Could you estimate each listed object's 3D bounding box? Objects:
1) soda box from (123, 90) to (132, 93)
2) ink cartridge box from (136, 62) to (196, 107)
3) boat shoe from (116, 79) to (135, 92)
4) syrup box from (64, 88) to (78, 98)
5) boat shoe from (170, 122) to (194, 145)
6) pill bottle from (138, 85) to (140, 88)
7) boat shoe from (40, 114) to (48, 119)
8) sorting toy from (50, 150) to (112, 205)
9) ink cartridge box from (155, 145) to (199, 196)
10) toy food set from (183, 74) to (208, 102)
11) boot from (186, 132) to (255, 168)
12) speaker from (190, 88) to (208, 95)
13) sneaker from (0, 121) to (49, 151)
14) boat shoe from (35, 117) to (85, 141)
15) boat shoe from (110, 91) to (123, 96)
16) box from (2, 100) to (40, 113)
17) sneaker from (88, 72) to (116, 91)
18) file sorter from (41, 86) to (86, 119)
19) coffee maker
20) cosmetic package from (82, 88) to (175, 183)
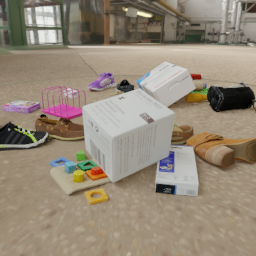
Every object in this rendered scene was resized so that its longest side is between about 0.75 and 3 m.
[{"bbox_3d":[0.234,-1.491,13.873,0.505,0.452,1.428,-8,23,-23],"label":"soda box"},{"bbox_3d":[1.782,-2.144,13.694,1.901,1.098,2.604,-33,26,-1],"label":"ink cartridge box"},{"bbox_3d":[-0.146,-2.331,15.659,0.822,0.729,2.198,-5,22,-13],"label":"boat shoe"},{"bbox_3d":[-3.067,-1.868,14.982,0.353,0.365,0.896,-17,26,-36],"label":"syrup box"},{"bbox_3d":[1.376,0.154,9.189,2.068,0.764,0.782,-16,26,-35],"label":"boat shoe"},{"bbox_3d":[0.964,-2.347,15.995,0.488,0.488,0.869,-8,28,-20],"label":"pill bottle"},{"bbox_3d":[-3.341,-0.326,11.153,0.311,0.266,0.850,-9,24,-23],"label":"boat shoe"},{"bbox_3d":[-1.155,1.122,7.277,1.415,0.342,2.513,-14,25,-32],"label":"sorting toy"},{"bbox_3d":[1.281,1.041,7.429,1.017,0.401,2.045,3,23,9],"label":"ink cartridge box"},{"bbox_3d":[3.322,-2.244,14.734,1.174,1.245,2.609,-1,23,-7],"label":"toy food set"},{"bbox_3d":[2.966,0.542,8.433,2.085,0.799,1.618,-17,22,-21],"label":"boot"},{"bbox_3d":[3.808,-1.761,14.419,1.323,0.585,0.585,0,21,0],"label":"speaker"},{"bbox_3d":[-3.591,0.208,8.945,2.027,0.839,0.727,-7,22,-17],"label":"sneaker"},{"bbox_3d":[-2.259,-0.005,9.699,2.050,0.692,0.738,2,21,6],"label":"boat shoe"},{"bbox_3d":[-0.628,-1.892,15.207,0.752,0.243,0.268,-1,21,-2],"label":"boat shoe"},{"bbox_3d":[-4.863,-0.978,12.806,1.362,0.266,0.932,7,22,17],"label":"box"},{"bbox_3d":[-1.553,-2.779,16.553,0.856,0.940,2.127,17,28,34],"label":"sneaker"},{"bbox_3d":[-2.789,-1.178,12.203,1.722,1.080,1.197,16,27,35],"label":"file sorter"},{"bbox_3d":[4.661,-1.336,12.522,1.721,1.159,1.653,-8,23,-17],"label":"coffee maker"},{"bbox_3d":[-0.011,0.123,7.148,1.785,1.473,1.471,-22,44,-27],"label":"cosmetic package"}]
